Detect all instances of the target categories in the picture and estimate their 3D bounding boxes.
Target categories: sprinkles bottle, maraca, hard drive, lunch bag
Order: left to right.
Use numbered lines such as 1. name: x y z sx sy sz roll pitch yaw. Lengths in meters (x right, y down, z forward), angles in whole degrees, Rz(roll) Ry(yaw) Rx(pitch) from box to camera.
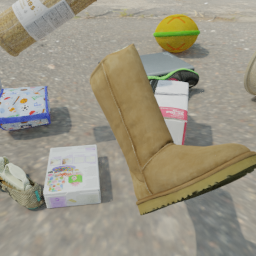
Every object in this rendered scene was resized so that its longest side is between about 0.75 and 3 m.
1. lunch bag: -2.671 -0.469 7.282 1.268 0.924 1.492 -9 26 -14
2. sprinkles bottle: -1.445 -2.274 5.241 2.324 0.793 0.793 -32 34 6
3. hard drive: 0.633 -2.139 10.278 2.938 0.483 2.050 -13 35 -20
4. maraca: 2.197 -4.284 12.697 2.044 1.595 2.981 4 20 10

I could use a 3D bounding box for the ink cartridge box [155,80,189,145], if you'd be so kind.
1. ink cartridge box: 0.904 -0.108 6.274 0.767 1.358 1.853 6 33 10

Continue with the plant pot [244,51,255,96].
1. plant pot: 4.963 -1.333 7.498 2.558 2.558 2.342 -15 46 -23

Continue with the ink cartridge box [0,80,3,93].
1. ink cartridge box: -4.687 -1.039 7.763 1.331 1.325 1.815 18 37 25

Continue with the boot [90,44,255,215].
1. boot: 0.278 -0.124 3.032 0.614 1.627 1.857 -4 67 -43

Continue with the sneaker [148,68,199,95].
1. sneaker: 1.316 -1.174 8.640 2.345 0.900 0.982 -19 60 -27

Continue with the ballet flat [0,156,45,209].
1. ballet flat: -2.259 0.910 5.344 1.739 0.655 0.590 21 36 29

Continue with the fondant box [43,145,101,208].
1. fondant box: -1.080 0.908 5.586 0.992 0.401 1.376 -4 32 -6
